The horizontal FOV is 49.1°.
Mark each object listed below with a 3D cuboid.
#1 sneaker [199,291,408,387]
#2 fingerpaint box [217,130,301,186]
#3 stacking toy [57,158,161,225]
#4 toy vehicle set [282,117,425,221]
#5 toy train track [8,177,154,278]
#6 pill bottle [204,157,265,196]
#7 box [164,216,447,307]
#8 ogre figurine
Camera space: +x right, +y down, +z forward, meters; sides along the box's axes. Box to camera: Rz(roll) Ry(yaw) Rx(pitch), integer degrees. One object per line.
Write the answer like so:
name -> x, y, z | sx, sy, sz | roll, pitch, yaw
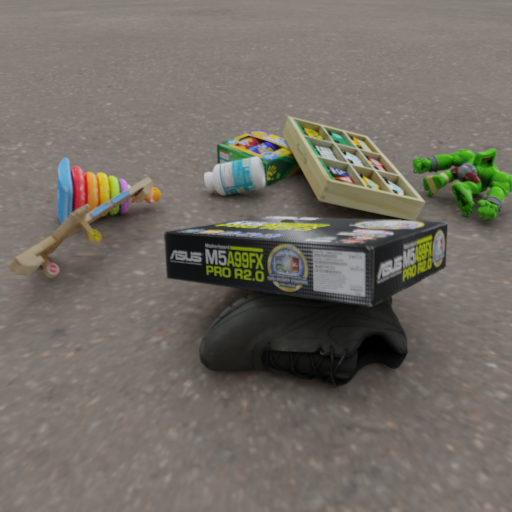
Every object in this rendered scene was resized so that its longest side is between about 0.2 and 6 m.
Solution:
sneaker -> 0.775, 1.283, 8.382 | 3.235, 1.228, 1.468 | -11, 43, -10
fingerpaint box -> 0.144, -2.653, 14.854 | 1.855, 0.680, 1.548 | 28, 42, 36
stacking toy -> -3.271, -1.368, 12.613 | 2.276, 1.249, 1.321 | -2, 44, -23
toy vehicle set -> 2.198, -2.224, 13.640 | 2.399, 0.512, 3.862 | 9, 31, -18
toy train track -> -3.195, -0.552, 11.096 | 2.113, 0.599, 3.683 | -33, 9, 42
pill bottle -> -0.521, -1.887, 13.461 | 1.384, 0.767, 0.767 | -9, 31, 11
box -> 0.820, -0.088, 9.158 | 3.694, 0.818, 2.959 | 6, 12, 36
ogre figurine -> 4.988, -1.788, 13.092 | 1.455, 1.191, 2.427 | -26, 27, -16
